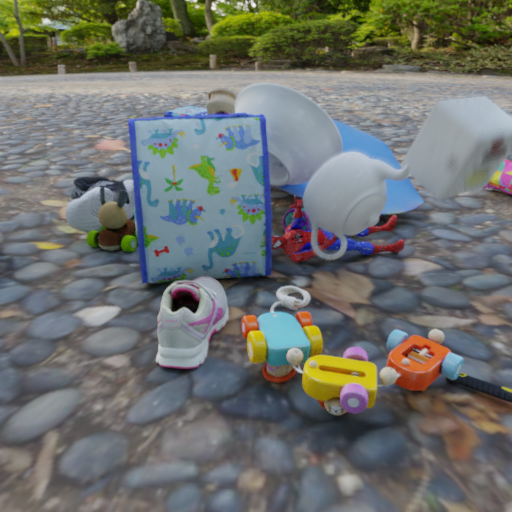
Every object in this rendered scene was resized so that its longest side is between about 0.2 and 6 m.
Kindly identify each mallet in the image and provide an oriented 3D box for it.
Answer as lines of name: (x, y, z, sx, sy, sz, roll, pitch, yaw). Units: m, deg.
mallet: (3.310, 1.825, 6.760, 2.122, 0.437, 0.699, 11, 20, 33)

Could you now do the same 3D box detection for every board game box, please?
board game box: (1.693, -2.171, 14.527, 4.312, 1.063, 5.457, 9, 35, -13)

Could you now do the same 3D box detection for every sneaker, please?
sneaker: (-3.814, -1.203, 12.963, 1.542, 1.023, 2.710, 8, 19, 20)
sneaker: (-0.920, 0.759, 8.442, 0.868, 0.942, 2.135, 2, 24, 5)

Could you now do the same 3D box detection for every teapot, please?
teapot: (1.707, -0.933, 10.005, 1.625, 1.646, 1.202, -26, 57, -18)

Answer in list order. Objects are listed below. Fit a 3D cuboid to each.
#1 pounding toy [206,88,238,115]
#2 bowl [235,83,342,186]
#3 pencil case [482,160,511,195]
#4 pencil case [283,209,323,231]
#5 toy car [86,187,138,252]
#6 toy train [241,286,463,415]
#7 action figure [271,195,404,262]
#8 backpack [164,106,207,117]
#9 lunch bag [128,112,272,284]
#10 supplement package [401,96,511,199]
pounding toy: (-0.815, -2.926, 13.129, 1.393, 2.436, 1.397, 36, 33, -27)
bowl: (0.417, -2.218, 11.462, 2.468, 2.468, 1.109, 16, 65, 33)
pencil case: (7.009, -1.919, 14.776, 0.928, 0.928, 2.100, -11, 24, -24)
pencil case: (1.317, -0.763, 11.972, 1.608, 0.684, 0.743, -13, -12, -46)
toy car: (-2.920, -0.814, 11.669, 1.033, 1.258, 0.992, 8, 25, 18)
toy train: (1.135, 1.355, 7.425, 2.749, 0.765, 2.065, 20, 29, 32)
action figure: (1.568, -0.508, 10.874, 2.749, 1.361, 0.897, -6, 63, -9)
backpack: (-1.593, -3.930, 18.407, 2.443, 1.644, 2.231, 16, 27, 30)
lunch bag: (-1.016, -1.127, 10.325, 2.467, 2.901, 1.849, -5, 24, -9)
supplement package: (3.624, -1.915, 9.863, 1.419, 1.357, 1.044, -16, 55, -34)
